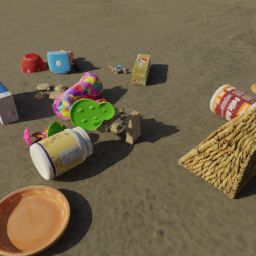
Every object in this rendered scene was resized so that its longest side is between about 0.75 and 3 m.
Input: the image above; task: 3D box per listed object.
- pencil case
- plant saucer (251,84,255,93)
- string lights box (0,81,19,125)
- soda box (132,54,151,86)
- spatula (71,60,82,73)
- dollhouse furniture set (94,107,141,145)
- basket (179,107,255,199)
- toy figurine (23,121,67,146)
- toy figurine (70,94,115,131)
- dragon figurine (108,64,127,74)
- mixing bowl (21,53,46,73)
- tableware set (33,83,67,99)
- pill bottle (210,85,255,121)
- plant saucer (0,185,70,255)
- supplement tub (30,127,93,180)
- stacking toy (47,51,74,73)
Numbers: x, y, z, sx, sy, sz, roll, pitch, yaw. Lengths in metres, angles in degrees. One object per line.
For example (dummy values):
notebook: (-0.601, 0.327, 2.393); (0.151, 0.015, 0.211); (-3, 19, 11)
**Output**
pencil case: (-1.942, -1.296, 11.091); (1.056, 1.056, 2.390); (14, 39, 17)
plant saucer: (6.012, -1.737, 12.327); (1.068, 0.200, 1.068); (0, 38, 0)
string lights box: (-5.025, -1.177, 10.822); (0.649, 1.132, 2.203); (-26, 44, -29)
soda box: (0.642, -2.777, 13.268); (0.651, 0.688, 2.033); (5, 38, 7)
spatula: (-2.806, -3.226, 14.268); (0.514, 0.187, 1.820); (-24, 44, -23)
dollhouse furniture set: (-0.789, -0.130, 9.689); (2.195, 0.972, 1.137); (16, 41, 26)
basket: (3.045, 0.320, 8.247); (2.670, 1.906, 1.989); (-29, 47, -33)
toy figurine: (-2.857, 0.225, 9.387); (1.194, 0.974, 1.298); (1, 15, 16)
toy figurine: (-1.088, -0.711, 9.157); (1.417, 1.063, 1.304); (-13, 25, 7)
dragon figurine: (-0.504, -2.916, 13.763); (0.530, 0.314, 1.067); (-25, 44, -28)
mixing bowl: (-4.766, -3.300, 13.978); (1.243, 0.673, 1.243); (1, 38, -1)
tableware set: (-3.380, -1.582, 12.156); (1.475, 0.171, 1.232); (3, 38, 4)
pill bottle: (4.116, -0.627, 10.073); (1.185, 1.185, 2.075); (-23, 43, -27)
plant saucer: (-2.422, 2.295, 6.945); (1.988, 0.372, 1.988); (-1, 37, 0)
supplement tub: (-1.962, 0.710, 8.372); (1.566, 1.138, 1.138); (-28, 46, -32)
stacking toy: (-3.169, -3.510, 14.101); (1.097, 1.038, 1.891); (1, 29, 10)
